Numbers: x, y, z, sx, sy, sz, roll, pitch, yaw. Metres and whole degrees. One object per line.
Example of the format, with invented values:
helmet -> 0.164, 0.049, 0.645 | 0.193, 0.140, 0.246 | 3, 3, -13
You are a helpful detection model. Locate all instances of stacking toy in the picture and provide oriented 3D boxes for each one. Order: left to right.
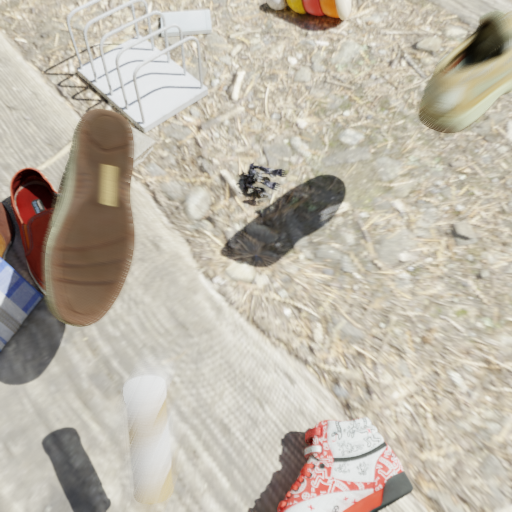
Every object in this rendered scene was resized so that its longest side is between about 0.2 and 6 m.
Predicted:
stacking toy -> 1.251, -6.479, 13.744 | 2.055, 1.501, 1.501 | 0, 56, 20

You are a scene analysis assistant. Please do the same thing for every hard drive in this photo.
hard drive -> -1.722, -5.711, 13.746 | 1.216, 0.162, 0.802 | -6, 58, -3

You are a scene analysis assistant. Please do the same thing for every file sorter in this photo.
file sorter -> -2.572, -4.299, 12.007 | 1.778, 1.595, 2.562 | -38, 64, -22

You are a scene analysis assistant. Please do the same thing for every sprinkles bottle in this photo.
sprinkles bottle -> -1.218, 2.087, 6.373 | 0.470, 0.470, 1.379 | -3, 100, -2

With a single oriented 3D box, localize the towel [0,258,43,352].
towel -> -4.472, 0.995, 8.728 | 0.254, 1.565, 2.130 | 4, 51, 39

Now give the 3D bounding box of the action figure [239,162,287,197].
action figure -> 0.125, -1.463, 10.822 | 1.070, 0.546, 0.636 | 16, 84, 54

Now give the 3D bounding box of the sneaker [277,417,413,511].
sneaker -> 0.789, 3.142, 7.730 | 2.477, 0.827, 1.328 | -19, 58, -16

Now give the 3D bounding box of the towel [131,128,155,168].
towel -> -2.772, -2.083, 11.406 | 0.883, 0.230, 1.332 | 33, 64, 21

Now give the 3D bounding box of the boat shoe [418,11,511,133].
boat shoe -> 3.136, -2.701, 7.327 | 0.965, 1.025, 2.692 | 28, 59, 29

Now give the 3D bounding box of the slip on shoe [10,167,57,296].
slip on shoe -> -3.628, -0.360, 9.884 | 1.139, 0.941, 3.075 | -24, 62, -17

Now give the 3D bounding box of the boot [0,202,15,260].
boot -> -4.848, -0.671, 9.298 | 0.767, 2.240, 2.108 | -3, 57, -1

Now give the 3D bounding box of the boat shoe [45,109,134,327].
boat shoe -> -2.243, -0.458, 7.615 | 1.082, 1.084, 2.931 | 17, 70, -29
